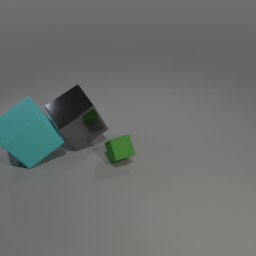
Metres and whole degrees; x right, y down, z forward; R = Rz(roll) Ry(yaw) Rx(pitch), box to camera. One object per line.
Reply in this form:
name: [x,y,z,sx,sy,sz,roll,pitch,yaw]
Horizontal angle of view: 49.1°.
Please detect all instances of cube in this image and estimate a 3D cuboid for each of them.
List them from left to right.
cube: [-3.204,0.135,9.062,1.400,1.400,1.400,-38,45,-5]
cube: [-1.786,-0.356,9.843,1.400,1.400,1.400,-35,52,-5]
cube: [-0.271,0.678,9.129,0.700,0.700,0.700,-16,-7,-21]
